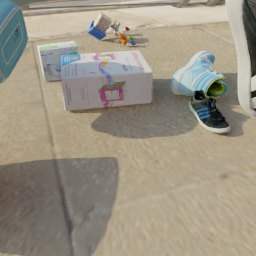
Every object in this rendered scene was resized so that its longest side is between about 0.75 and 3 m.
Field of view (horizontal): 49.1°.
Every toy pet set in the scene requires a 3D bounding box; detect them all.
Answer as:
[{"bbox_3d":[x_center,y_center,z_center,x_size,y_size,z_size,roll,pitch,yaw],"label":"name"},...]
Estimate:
[{"bbox_3d":[-0.788,-4.250,12.793,1.842,1.048,1.973,25,30,-26],"label":"toy pet set"}]

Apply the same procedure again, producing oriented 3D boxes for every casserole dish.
[{"bbox_3d":[-2.900,-2.011,6.560,0.459,1.432,2.364,7,50,-1],"label":"casserole dish"}]

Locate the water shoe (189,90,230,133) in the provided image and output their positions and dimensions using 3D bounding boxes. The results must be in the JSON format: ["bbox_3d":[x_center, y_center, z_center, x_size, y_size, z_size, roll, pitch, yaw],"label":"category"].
[{"bbox_3d":[2.095,-0.464,7.350,0.573,0.632,1.602,-13,37,-17],"label":"water shoe"}]

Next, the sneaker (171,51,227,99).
[{"bbox_3d":[2.539,-1.598,8.748,1.535,0.935,2.351,22,50,31],"label":"sneaker"}]

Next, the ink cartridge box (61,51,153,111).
[{"bbox_3d":[-0.666,-1.491,8.417,2.540,1.075,1.836,-5,35,-9],"label":"ink cartridge box"}]

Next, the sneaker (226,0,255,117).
[{"bbox_3d":[1.923,-0.555,2.801,0.950,2.600,1.455,-51,48,-3],"label":"sneaker"}]

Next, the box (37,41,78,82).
[{"bbox_3d":[-2.323,-2.278,9.511,1.257,1.109,0.608,-12,37,-18],"label":"box"}]
